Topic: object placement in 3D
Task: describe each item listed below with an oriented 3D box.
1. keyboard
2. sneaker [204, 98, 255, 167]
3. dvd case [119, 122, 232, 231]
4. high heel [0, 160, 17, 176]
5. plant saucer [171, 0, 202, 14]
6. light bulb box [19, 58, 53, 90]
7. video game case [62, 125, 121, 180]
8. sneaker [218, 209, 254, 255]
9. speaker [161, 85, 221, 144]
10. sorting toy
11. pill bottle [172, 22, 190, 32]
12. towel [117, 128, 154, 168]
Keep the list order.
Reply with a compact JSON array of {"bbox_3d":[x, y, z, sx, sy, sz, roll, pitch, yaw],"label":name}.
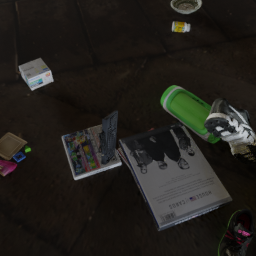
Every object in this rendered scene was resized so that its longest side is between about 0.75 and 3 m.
[{"bbox_3d":[-0.452,0.370,7.274,0.314,1.582,0.824,24,41,24],"label":"keyboard"},{"bbox_3d":[3.313,0.086,8.245,2.777,0.923,1.256,37,53,-26],"label":"sneaker"},{"bbox_3d":[1.276,1.226,8.219,2.224,0.366,2.959,-15,54,-15],"label":"dvd case"},{"bbox_3d":[-3.964,1.035,8.715,1.051,0.354,0.504,30,52,25],"label":"high heel"},{"bbox_3d":[2.954,-6.203,14.253,1.550,0.389,1.550,-3,52,4],"label":"plant saucer"},{"bbox_3d":[-3.602,-2.124,10.996,0.947,0.596,0.956,-29,58,-21],"label":"light bulb box"},{"bbox_3d":[-1.204,0.720,9.054,1.522,0.192,1.671,-17,55,-13],"label":"video game case"},{"bbox_3d":[2.759,2.796,7.084,0.675,0.736,1.758,18,54,14],"label":"sneaker"},{"bbox_3d":[2.219,-0.502,9.490,1.019,1.019,2.305,-36,60,-24],"label":"speaker"},{"bbox_3d":[-3.884,0.614,9.126,1.574,0.214,0.887,25,51,17],"label":"sorting toy"},{"bbox_3d":[2.484,-4.726,13.120,0.790,0.445,0.445,6,52,3],"label":"pill bottle"},{"bbox_3d":[0.549,0.742,9.055,1.533,0.174,1.105,-29,60,-19],"label":"towel"}]
